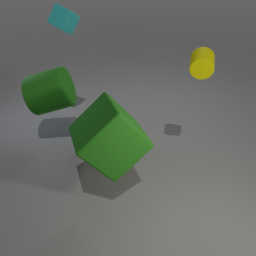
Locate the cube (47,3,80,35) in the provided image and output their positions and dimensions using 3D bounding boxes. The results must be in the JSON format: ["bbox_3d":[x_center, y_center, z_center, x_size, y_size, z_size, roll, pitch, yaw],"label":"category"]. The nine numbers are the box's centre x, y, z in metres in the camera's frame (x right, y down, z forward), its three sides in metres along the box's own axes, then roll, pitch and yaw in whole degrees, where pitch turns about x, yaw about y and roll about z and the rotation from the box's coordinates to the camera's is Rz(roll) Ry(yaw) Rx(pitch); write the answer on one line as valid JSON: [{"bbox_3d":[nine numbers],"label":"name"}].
[{"bbox_3d":[-2.215,-3.750,9.682,0.700,0.700,0.700,30,12,9],"label":"cube"}]

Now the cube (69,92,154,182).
[{"bbox_3d":[-0.465,0.212,7.173,1.400,1.400,1.400,-44,33,7],"label":"cube"}]

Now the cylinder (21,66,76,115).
[{"bbox_3d":[-2.712,-1.280,9.755,1.400,1.400,1.400,-14,31,9],"label":"cylinder"}]

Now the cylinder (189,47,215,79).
[{"bbox_3d":[2.191,-1.916,8.282,0.700,0.700,0.700,7,47,11],"label":"cylinder"}]
